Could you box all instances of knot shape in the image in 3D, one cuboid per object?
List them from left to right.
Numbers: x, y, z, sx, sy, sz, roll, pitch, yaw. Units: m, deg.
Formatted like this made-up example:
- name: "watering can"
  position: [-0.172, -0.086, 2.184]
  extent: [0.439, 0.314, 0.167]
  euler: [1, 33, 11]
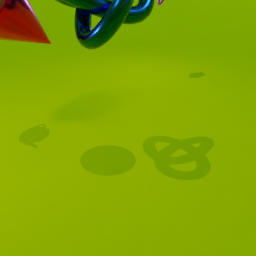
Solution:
- name: "knot shape"
  position: [-0.344, -2.362, 5.048]
  extent: [1.855, 0.916, 1.983]
  euler: [-33, 57, -18]

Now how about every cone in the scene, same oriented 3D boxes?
- name: "cone"
  position: [-1.971, -1.934, 5.257]
  extent: [1.322, 1.322, 1.327]
  euler: [34, 4, 41]

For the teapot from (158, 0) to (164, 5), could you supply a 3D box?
- name: "teapot"
  position: [1.287, -4.917, 9.860]
  extent: [0.721, 1.160, 0.568]
  euler: [12, 8, -34]
